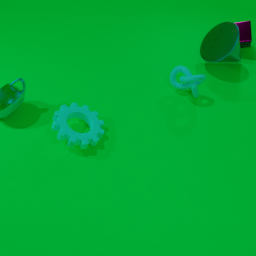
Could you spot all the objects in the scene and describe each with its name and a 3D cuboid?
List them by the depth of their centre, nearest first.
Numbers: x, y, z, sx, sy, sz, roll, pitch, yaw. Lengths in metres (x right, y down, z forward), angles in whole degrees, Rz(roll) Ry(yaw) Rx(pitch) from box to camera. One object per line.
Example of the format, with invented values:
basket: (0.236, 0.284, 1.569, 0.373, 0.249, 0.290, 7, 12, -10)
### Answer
gear: (-1.271, -0.072, 7.232, 1.317, 0.244, 1.317, 16, 47, -17)
teapot: (-3.426, -0.768, 7.638, 1.670, 0.818, 1.039, -37, 20, 9)
knot shape: (1.787, -1.351, 8.075, 1.092, 1.022, 0.505, 35, 79, -12)
cone: (3.317, -2.470, 9.110, 1.378, 1.372, 1.372, 22, 38, -36)
cube: (3.850, -3.185, 9.656, 0.703, 0.703, 0.703, -4, 87, 19)
